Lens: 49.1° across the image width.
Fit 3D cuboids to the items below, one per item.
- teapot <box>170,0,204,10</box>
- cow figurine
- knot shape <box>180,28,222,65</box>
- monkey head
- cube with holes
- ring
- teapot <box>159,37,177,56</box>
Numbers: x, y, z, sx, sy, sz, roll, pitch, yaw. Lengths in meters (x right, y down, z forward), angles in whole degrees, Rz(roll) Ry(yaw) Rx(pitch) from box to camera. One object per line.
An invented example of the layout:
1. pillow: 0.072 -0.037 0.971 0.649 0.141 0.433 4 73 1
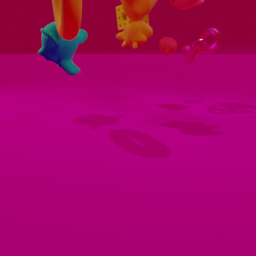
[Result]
1. teapot: 2.199 -4.720 9.819 1.768 0.866 1.099 -3 19 46
2. cow figurine: 0.154 -3.032 7.101 0.957 1.716 1.744 18 -11 30
3. knot shape: 2.444 -2.752 9.318 1.354 0.669 1.447 -26 20 26
4. monkey head: -1.782 -2.301 7.988 1.405 1.177 1.953 45 30 6
5. cube with holes: 0.158 -3.891 9.798 0.783 0.783 0.783 -16 16 -38
6. ring: -1.367 -2.977 6.044 0.414 2.069 2.069 -8 18 -18
7. teapot: 1.531 -3.162 10.821 0.699 0.550 1.124 17 51 -3
